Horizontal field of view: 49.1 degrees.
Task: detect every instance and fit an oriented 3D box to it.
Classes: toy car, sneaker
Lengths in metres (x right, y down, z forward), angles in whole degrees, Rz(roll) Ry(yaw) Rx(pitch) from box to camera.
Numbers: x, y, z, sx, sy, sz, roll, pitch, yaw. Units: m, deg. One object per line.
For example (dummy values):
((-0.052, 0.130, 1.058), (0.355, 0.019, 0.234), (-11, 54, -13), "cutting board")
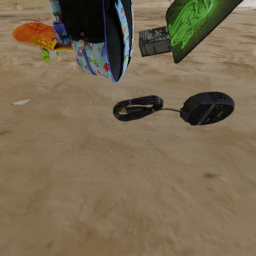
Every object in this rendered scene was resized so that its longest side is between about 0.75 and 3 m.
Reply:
((-2.810, -2.727, 9.512), (0.771, 0.608, 0.633), (38, 65, 13), "toy car")
((-2.420, -2.669, 8.249), (1.930, 0.704, 0.745), (2, 54, -6), "sneaker")

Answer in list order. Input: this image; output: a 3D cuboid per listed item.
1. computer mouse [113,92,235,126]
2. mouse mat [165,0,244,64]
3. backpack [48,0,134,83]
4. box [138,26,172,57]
((0.730, -0.332, 4.177), (2.022, 0.593, 0.344), (0, 54, -24), "computer mouse")
((1.186, -2.027, 4.596), (0.063, 1.676, 1.348), (10, 59, -27), "mouse mat")
((-0.697, -2.357, 6.532), (1.636, 2.432, 2.220), (4, 42, 11), "backpack")
((0.955, -3.025, 9.803), (1.087, 0.582, 0.806), (-7, 50, 13), "box")
